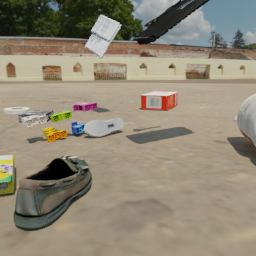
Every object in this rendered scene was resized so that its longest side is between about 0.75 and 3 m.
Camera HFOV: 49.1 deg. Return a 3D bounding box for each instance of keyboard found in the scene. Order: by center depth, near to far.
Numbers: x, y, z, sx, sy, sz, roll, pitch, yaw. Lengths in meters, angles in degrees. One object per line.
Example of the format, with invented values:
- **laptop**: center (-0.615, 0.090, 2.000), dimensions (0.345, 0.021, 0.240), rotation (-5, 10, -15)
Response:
- **keyboard**: center (1.391, -2.961, 6.964), dimensions (2.895, 0.298, 1.840), rotation (-37, 25, -6)

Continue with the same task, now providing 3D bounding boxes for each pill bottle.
- **pill bottle**: center (3.672, -0.041, 6.764), dimensions (1.500, 1.500, 2.623), rotation (2, 12, 9)

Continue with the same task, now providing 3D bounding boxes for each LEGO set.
- **LEGO set**: center (-2.201, -0.140, 8.902), dimensions (2.458, 0.938, 1.009), rotation (-19, 18, -40)

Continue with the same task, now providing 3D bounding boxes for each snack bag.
- **snack bag**: center (-1.191, -4.076, 12.418), dimensions (0.181, 1.693, 1.597), rotation (20, 16, -49)

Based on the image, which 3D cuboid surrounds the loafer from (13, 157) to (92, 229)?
- **loafer**: center (-1.100, 0.810, 4.626), dimensions (0.784, 0.686, 2.182), rotation (2, 12, 9)

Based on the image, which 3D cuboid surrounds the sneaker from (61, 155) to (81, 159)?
- **sneaker**: center (-1.316, 0.760, 5.777), dimensions (0.347, 0.343, 0.874), rotation (17, 9, 41)

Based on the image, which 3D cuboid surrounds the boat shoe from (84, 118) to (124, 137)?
- **boat shoe**: center (-0.854, 0.010, 9.237), dimensions (1.567, 0.555, 0.547), rotation (-16, -8, -44)

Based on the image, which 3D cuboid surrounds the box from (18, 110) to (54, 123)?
- **box**: center (-3.877, -0.513, 11.936), dimensions (1.112, 0.351, 1.411), rotation (0, 12, -2)

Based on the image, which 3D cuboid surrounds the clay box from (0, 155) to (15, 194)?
- **clay box**: center (-2.542, 0.879, 5.091), dimensions (0.881, 0.365, 1.534), rotation (-4, 12, -20)

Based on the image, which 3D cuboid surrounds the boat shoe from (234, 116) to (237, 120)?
- **boat shoe**: center (4.757, -0.485, 11.964), dimensions (0.305, 0.290, 0.847), rotation (11, 16, 42)

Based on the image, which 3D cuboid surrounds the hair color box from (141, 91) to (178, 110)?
- **hair color box**: center (1.867, -1.586, 15.984), dimensions (1.482, 0.854, 2.673), rotation (4, 14, 23)

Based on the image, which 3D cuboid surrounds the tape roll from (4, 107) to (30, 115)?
- **tape roll**: center (-5.527, -0.861, 13.984), dimensions (1.217, 0.222, 1.217), rotation (0, 11, 0)
